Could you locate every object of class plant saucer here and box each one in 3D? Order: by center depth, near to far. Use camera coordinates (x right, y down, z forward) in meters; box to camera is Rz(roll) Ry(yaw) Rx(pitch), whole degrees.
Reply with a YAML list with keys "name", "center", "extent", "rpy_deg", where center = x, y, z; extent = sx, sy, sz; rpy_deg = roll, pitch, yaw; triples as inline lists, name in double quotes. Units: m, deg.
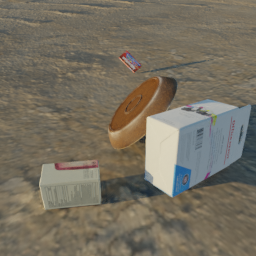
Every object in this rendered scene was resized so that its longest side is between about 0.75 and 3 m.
- name: "plant saucer"
  center: [0.266, -0.534, 7.609]
  extent: [0.429, 2.491, 2.491]
  rpy_deg: [41, 22, -20]

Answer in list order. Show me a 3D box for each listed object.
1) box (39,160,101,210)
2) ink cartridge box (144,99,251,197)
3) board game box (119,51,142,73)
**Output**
- name: "box"
  center: [-1.266, 1.272, 6.338]
  extent: [1.273, 0.814, 0.694]
  rpy_deg: [-3, 34, -7]
- name: "ink cartridge box"
  center: [1.739, 0.297, 6.789]
  extent: [2.803, 1.614, 0.951]
  rpy_deg: [-17, 29, -36]
- name: "board game box"
  center: [0.108, -2.878, 12.149]
  extent: [0.961, 0.093, 0.495]
  rpy_deg: [45, 77, 4]
